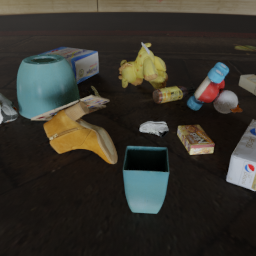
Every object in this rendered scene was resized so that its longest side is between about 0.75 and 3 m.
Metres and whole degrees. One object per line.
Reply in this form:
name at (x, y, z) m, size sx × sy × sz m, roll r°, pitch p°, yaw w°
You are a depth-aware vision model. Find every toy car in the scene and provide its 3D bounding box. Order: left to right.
toy car at (3.795, -1.279, 11.385) m, size 1.961 × 1.808 × 1.735 m, roll 39°, pitch 38°, yaw 8°

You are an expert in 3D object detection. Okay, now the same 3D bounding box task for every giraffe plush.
giraffe plush at (0.563, -2.787, 13.796) m, size 1.963 × 2.420 × 2.088 m, roll -23°, pitch 29°, yaw 30°

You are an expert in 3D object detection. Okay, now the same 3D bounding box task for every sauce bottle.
sauce bottle at (2.089, -1.556, 12.465) m, size 2.002 × 0.661 × 0.661 m, roll -14°, pitch 31°, yaw -21°

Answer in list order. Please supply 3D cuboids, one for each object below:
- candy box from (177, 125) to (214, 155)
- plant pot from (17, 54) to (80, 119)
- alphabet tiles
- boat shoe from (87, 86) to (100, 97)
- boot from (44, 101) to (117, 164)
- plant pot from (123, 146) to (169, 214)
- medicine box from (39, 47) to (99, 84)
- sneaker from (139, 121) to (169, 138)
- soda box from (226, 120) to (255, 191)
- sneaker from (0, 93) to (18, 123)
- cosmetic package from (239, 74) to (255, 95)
candy box at (2.191, 0.354, 9.192) m, size 0.769 × 0.368 × 1.332 m, roll -4°, pitch 28°, yaw -7°
plant pot at (-3.304, -1.816, 11.450) m, size 2.585 × 2.075 × 2.585 m, roll -1°, pitch 28°, yaw 0°
alphabet tiles at (-1.722, -0.630, 9.645) m, size 2.140 × 0.097 × 2.560 m, roll -19°, pitch -3°, yaw 13°
boat shoe at (-1.500, -1.441, 12.578) m, size 0.378 × 0.441 × 1.206 m, roll -42°, pitch 45°, yaw 7°
boot at (-1.462, 0.434, 8.489) m, size 1.578 × 2.205 × 0.776 m, roll -33°, pitch 1°, yaw 21°
plant pot at (0.406, 1.250, 6.480) m, size 0.960 × 1.359 × 0.961 m, roll 2°, pitch 29°, yaw 4°
medicine box at (-3.253, -3.461, 15.318) m, size 2.534 × 1.304 × 2.309 m, roll 12°, pitch 31°, yaw 22°
sneaker at (0.910, 0.062, 9.526) m, size 1.024 × 0.386 × 0.589 m, roll -6°, pitch 35°, yaw -12°
soda box at (3.650, 0.672, 8.064) m, size 0.817 × 0.874 × 2.567 m, roll 18°, pitch 32°, yaw 29°
sneaker at (-4.996, -0.854, 11.089) m, size 0.944 × 0.880 × 2.382 m, roll -7°, pitch 34°, yaw -32°
cosmetic package at (6.176, -2.090, 13.563) m, size 0.793 × 0.560 × 1.532 m, roll -7°, pitch 30°, yaw -12°
